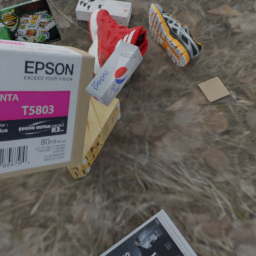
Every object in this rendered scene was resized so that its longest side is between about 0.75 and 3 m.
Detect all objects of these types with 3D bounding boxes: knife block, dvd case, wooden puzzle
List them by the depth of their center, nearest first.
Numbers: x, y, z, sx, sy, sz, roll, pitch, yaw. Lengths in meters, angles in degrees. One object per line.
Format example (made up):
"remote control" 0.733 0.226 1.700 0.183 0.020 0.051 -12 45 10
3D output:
"dvd case" 0.452 3.035 6.344 1.985 0.246 1.492 -32 68 -15
"knife block" -1.655 -0.501 7.642 2.617 0.954 2.981 24 67 12
"wooden puzzle" 2.573 -1.151 8.414 0.752 0.140 0.695 -21 66 -15

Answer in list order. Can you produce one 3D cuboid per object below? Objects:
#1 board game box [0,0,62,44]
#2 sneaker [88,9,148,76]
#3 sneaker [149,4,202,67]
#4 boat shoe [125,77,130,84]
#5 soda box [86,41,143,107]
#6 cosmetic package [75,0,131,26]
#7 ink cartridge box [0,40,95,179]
"board game box" -2.357 -2.046 5.847 1.711 0.896 0.201 -15 40 0
"sneaker" -0.211 -2.658 8.215 1.677 1.137 2.903 -14 56 16
"sneaker" 1.442 -3.031 8.930 0.902 0.914 2.336 -28 78 -13
"boat shoe" -0.195 -2.116 8.600 0.609 0.599 1.635 -1 64 0
"soda box" -0.172 -0.735 3.772 0.294 0.273 0.862 31 80 27
"cosmetic package" -0.818 -4.007 9.588 1.786 0.452 0.737 9 66 4
"ink cartridge box" -2.059 -0.330 4.898 2.749 2.264 1.032 -7 26 -40
